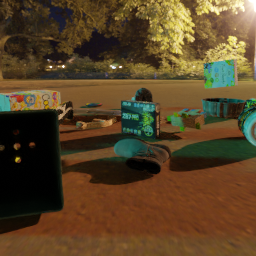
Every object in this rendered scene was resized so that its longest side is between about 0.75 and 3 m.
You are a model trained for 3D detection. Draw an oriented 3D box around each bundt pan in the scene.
[{"bbox_3d":[4.782,-1.014,14.132,2.183,0.819,2.183,0,13,0],"label":"bundt pan"}]

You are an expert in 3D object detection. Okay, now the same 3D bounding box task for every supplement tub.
[{"bbox_3d":[4.335,-0.106,9.317,1.136,1.136,1.855,2,12,10],"label":"supplement tub"}]

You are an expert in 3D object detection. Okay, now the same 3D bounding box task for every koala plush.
[{"bbox_3d":[0.842,-1.668,16.516,1.254,1.300,1.414,-1,1,-4],"label":"koala plush"}]

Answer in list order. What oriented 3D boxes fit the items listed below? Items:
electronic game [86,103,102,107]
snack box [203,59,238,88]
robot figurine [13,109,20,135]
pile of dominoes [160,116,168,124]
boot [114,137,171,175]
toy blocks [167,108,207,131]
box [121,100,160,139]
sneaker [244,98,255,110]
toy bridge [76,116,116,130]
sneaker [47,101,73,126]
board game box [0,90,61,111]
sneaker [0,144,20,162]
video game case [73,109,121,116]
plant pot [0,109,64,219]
[{"bbox_3d":[-2.121,-1.460,17.490,1.053,0.219,1.053,0,12,0],"label":"electronic game"},{"bbox_3d":[3.174,-1.850,9.630,1.063,0.897,0.360,-1,9,38],"label":"snack box"},{"bbox_3d":[-4.776,-0.047,9.673,2.151,0.864,2.967,8,15,38],"label":"robot figurine"},{"bbox_3d":[1.151,-0.397,13.058,1.554,0.247,1.211,20,22,36],"label":"pile of dominoes"},{"bbox_3d":[0.187,0.690,7.159,1.671,0.583,1.100,2,17,27],"label":"boot"},{"bbox_3d":[2.453,-0.405,10.911,1.039,0.760,1.520,-27,24,-34],"label":"toy blocks"},{"bbox_3d":[0.438,-0.335,10.102,1.550,1.250,0.381,11,17,38],"label":"box"},{"bbox_3d":[6.939,-1.174,15.217,0.951,0.837,2.248,-9,5,-11],"label":"sneaker"},{"bbox_3d":[-1.178,-0.211,11.717,0.727,0.294,2.163,9,15,35],"label":"toy bridge"},{"bbox_3d":[-3.209,-0.707,12.606,1.049,0.908,2.324,0,13,14],"label":"sneaker"},{"bbox_3d":[-4.517,-1.013,12.967,1.280,1.303,2.485,12,18,41],"label":"board game box"},{"bbox_3d":[-3.962,0.460,7.292,2.244,0.908,0.829,-1,13,-5],"label":"sneaker"},{"bbox_3d":[-1.022,-0.758,13.669,2.705,0.236,1.934,4,4,15],"label":"video game case"},{"bbox_3d":[-2.287,0.497,5.526,1.719,1.720,2.433,-4,6,-17],"label":"plant pot"}]
